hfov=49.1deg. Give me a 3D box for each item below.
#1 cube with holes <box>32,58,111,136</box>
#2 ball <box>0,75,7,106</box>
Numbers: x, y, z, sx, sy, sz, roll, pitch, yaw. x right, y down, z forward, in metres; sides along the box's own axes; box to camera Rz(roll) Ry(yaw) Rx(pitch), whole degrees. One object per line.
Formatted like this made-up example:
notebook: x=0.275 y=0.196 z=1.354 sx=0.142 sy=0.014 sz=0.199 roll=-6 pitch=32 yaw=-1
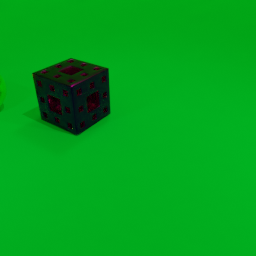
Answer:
cube with holes: x=-1.446 y=-0.891 z=7.494 sx=1.372 sy=1.372 sz=1.372 roll=21 pitch=39 yaw=29
ball: x=-4.087 y=-1.071 z=7.739 sx=1.349 sy=1.349 sz=1.349 roll=0 pitch=34 yaw=0
